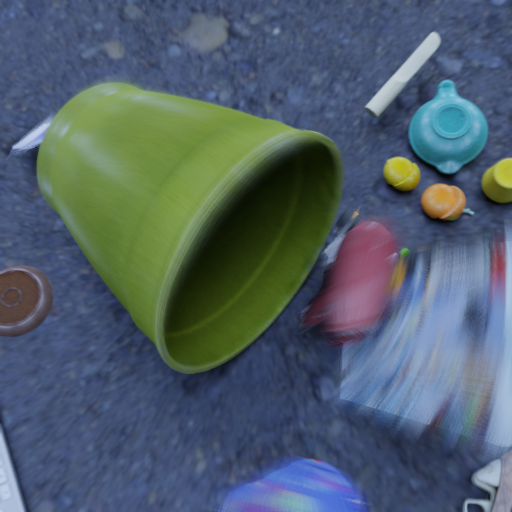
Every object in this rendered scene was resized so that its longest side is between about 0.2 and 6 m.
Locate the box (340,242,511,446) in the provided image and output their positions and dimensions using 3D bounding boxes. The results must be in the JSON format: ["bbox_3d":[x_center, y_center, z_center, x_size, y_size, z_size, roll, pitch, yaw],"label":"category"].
[{"bbox_3d":[2.017,0.941,6.655,0.567,2.845,1.948,6,84,-23],"label":"box"}]

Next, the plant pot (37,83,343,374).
[{"bbox_3d":[-1.150,-0.755,7.667,3.268,3.394,3.394,34,71,25],"label":"plant pot"}]

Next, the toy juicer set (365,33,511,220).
[{"bbox_3d":[2.880,-1.935,9.332,1.948,0.833,3.063,-28,76,5],"label":"toy juicer set"}]

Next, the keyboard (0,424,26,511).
[{"bbox_3d":[-4.412,2.183,7.858,1.412,0.267,5.015,-24,69,-9],"label":"keyboard"}]

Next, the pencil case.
[{"bbox_3d":[0.311,2.863,6.166,1.010,2.325,0.907,2,62,-19],"label":"pencil case"}]

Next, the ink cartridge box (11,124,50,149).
[{"bbox_3d":[-3.548,-1.918,9.199,0.715,0.170,0.724,9,51,42],"label":"ink cartridge box"}]

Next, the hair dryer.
[{"bbox_3d":[1.167,0.462,7.150,0.683,2.513,1.914,19,102,-1],"label":"hair dryer"}]

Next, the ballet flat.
[{"bbox_3d":[3.065,3.192,7.281,0.611,0.618,1.817,20,68,17],"label":"ballet flat"}]

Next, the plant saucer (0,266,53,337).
[{"bbox_3d":[-3.689,0.657,8.524,1.146,0.197,1.146,0,67,-1],"label":"plant saucer"}]

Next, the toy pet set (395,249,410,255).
[{"bbox_3d":[1.722,0.012,8.348,1.022,0.955,0.543,22,33,-28],"label":"toy pet set"}]
